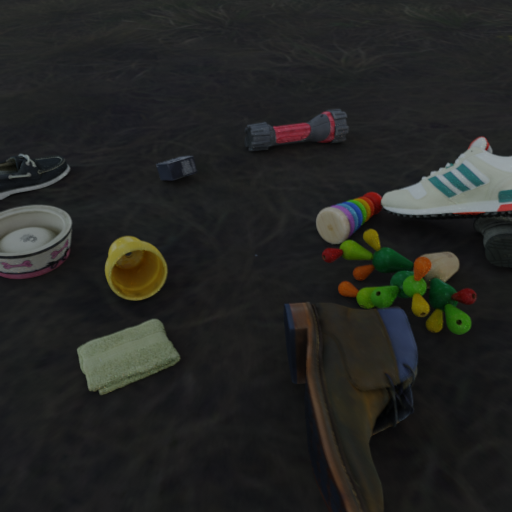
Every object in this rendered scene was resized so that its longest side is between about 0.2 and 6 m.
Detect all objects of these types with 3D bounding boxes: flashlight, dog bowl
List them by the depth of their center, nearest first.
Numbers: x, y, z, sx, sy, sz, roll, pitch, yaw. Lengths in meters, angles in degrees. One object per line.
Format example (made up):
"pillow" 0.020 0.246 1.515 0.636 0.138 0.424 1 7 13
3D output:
"dog bowl" -4.383 -0.250 10.719 1.781 0.657 1.781 0 35 0
"flashlight" 1.064 -3.267 14.654 2.630 0.890 0.894 -10 35 -15

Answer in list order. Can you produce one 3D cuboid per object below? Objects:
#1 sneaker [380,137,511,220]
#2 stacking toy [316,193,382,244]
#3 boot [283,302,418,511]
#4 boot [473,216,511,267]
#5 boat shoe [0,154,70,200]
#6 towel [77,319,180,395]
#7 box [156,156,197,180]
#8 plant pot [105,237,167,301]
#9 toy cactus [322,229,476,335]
"sneaker" 4.062 -1.500 11.021 3.206 1.499 1.129 0 0 32
"stacking toy" 2.060 -0.864 11.623 0.764 0.764 1.791 29 39 33
"boot" 1.464 1.742 7.147 1.816 1.400 3.748 -6 33 -3
"boot" 5.489 -0.303 10.755 2.384 0.807 1.557 11 29 10
"boat shoe" -5.503 -1.921 12.922 0.925 0.738 2.447 29 45 34
"towel" -1.982 1.521 8.638 1.417 0.259 1.052 -17 41 -22
"box" -1.880 -2.064 13.217 0.692 0.430 0.698 -22 18 -28
"plant pot" -2.188 0.126 9.908 1.023 1.023 0.963 -14 30 -19
"toy cactus" 2.708 0.275 9.690 2.246 1.392 2.721 -18 30 -38
